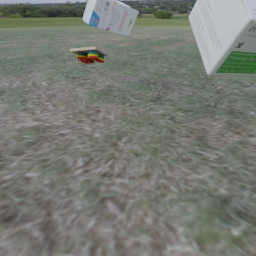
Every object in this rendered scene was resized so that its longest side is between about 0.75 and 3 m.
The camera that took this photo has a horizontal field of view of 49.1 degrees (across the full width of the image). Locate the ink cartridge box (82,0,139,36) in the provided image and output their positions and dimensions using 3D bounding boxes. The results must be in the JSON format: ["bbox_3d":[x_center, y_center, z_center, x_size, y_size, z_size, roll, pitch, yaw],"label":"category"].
[{"bbox_3d":[-0.637,-4.230,10.502,1.868,1.076,0.634,3,33,-39],"label":"ink cartridge box"}]

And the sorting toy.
[{"bbox_3d":[-1.568,-2.940,11.475,1.189,0.414,1.181,2,1,22],"label":"sorting toy"}]

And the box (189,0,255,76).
[{"bbox_3d":[3.534,-3.070,8.034,2.526,2.174,2.538,-1,62,-15],"label":"box"}]
